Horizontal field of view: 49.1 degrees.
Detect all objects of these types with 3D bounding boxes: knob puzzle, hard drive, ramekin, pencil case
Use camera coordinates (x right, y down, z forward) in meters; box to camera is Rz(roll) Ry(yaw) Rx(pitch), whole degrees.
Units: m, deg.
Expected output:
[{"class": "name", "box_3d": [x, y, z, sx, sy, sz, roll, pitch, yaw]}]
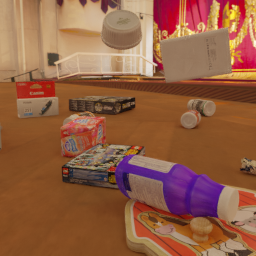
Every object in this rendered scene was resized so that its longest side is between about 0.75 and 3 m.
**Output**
[{"class": "knob puzzle", "box_3d": [1.043, 1.097, 3.873, 2.724, 0.378, 2.724, 0, 12, 0]}, {"class": "hard drive", "box_3d": [2.532, -2.677, 10.513, 2.469, 1.629, 0.313, -5, 18, 20]}, {"class": "ramekin", "box_3d": [-0.265, -4.207, 11.798, 1.829, 0.852, 1.829, 1, 54, -1]}, {"class": "pencil case", "box_3d": [2.607, 0.791, 5.442, 0.780, 0.304, 0.349, 10, -10, 40]}]

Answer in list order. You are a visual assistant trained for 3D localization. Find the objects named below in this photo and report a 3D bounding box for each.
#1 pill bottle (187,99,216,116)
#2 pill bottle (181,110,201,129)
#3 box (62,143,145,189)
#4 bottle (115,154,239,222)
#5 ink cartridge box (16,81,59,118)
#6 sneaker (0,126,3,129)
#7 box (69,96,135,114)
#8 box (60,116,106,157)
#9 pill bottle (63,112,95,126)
[{"class": "pill bottle", "box_3d": [3.308, -0.954, 12.743, 0.693, 0.693, 1.226, -6, 14, -26]}, {"class": "pill bottle", "box_3d": [2.311, -0.348, 10.168, 0.586, 0.586, 1.045, 5, 13, 23]}, {"class": "box", "box_3d": [-0.411, 0.708, 5.771, 1.179, 0.343, 1.722, 4, 13, 16]}, {"class": "bottle", "box_3d": [0.590, 0.797, 3.733, 1.645, 0.687, 0.537, 7, 40, 40]}, {"class": "ink cartridge box", "box_3d": [-3.924, -1.257, 12.204, 1.715, 1.511, 0.383, -8, 15, -31]}, {"class": "sneaker", "box_3d": [-4.758, -0.047, 9.306, 1.186, 0.445, 0.685, 11, 8, 4]}, {"class": "box", "box_3d": [-1.263, -1.224, 14.117, 2.686, 0.659, 2.165, 6, 12, 26]}, {"class": "box", "box_3d": [-1.109, 0.183, 7.280, 0.802, 0.740, 1.563, 2, 12, 8]}, {"class": "pill bottle", "box_3d": [-1.590, -0.170, 9.217, 0.630, 0.630, 1.082, 6, 13, 26]}]
